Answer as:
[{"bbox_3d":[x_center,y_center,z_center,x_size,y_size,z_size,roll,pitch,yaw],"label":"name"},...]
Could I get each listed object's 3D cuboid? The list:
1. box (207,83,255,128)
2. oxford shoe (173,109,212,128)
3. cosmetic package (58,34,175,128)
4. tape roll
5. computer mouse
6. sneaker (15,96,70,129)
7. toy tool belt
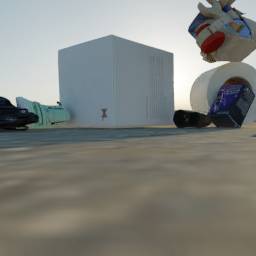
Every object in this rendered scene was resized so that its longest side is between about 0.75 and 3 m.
[{"bbox_3d":[3.050,-0.655,8.322,0.624,1.197,0.886,39,-18,-25],"label":"box"},{"bbox_3d":[1.709,-0.200,7.580,0.592,0.510,1.404,9,6,-25],"label":"oxford shoe"},{"bbox_3d":[-0.268,-1.153,8.266,2.285,2.271,2.731,2,3,42],"label":"cosmetic package"},{"bbox_3d":[3.372,-1.105,9.665,2.137,2.137,1.467,0,2,-11],"label":"tape roll"},{"bbox_3d":[-3.020,-0.226,5.762,1.855,0.706,2.679,1,12,-29],"label":"computer mouse"},{"bbox_3d":[-2.026,-0.388,6.827,1.219,0.761,2.067,-7,1,-15],"label":"sneaker"},{"bbox_3d":[2.550,-2.866,8.063,2.871,1.765,1.793,-9,-29,-43],"label":"toy tool belt"}]
